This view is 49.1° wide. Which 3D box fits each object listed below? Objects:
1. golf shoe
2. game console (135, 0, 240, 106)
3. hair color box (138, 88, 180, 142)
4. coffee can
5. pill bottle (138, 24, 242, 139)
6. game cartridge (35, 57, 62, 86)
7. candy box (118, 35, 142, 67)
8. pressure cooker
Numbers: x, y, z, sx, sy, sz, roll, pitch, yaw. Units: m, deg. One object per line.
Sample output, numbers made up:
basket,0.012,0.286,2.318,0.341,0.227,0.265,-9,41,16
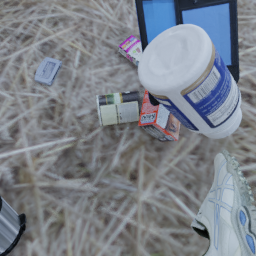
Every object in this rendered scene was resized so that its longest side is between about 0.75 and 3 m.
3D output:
golf shoe,1.780,1.484,5.461,1.333,1.074,2.743,-25,24,22
game console,1.415,-1.878,6.131,2.080,1.442,2.437,-5,110,13
hair color box,1.082,-0.810,8.428,0.694,1.203,2.170,-7,61,40
coffee can,-0.268,-0.605,8.536,1.293,0.946,0.946,-8,67,-3
pill bottle,1.372,-0.714,5.472,1.347,2.428,1.347,-19,54,30
game cartridge,-2.740,-1.939,9.537,0.662,0.203,0.995,18,68,4
candy box,0.277,-2.669,9.767,1.058,0.323,0.721,41,73,16
pressure cooker,-3.437,2.496,6.932,1.383,1.572,1.404,2,44,25
